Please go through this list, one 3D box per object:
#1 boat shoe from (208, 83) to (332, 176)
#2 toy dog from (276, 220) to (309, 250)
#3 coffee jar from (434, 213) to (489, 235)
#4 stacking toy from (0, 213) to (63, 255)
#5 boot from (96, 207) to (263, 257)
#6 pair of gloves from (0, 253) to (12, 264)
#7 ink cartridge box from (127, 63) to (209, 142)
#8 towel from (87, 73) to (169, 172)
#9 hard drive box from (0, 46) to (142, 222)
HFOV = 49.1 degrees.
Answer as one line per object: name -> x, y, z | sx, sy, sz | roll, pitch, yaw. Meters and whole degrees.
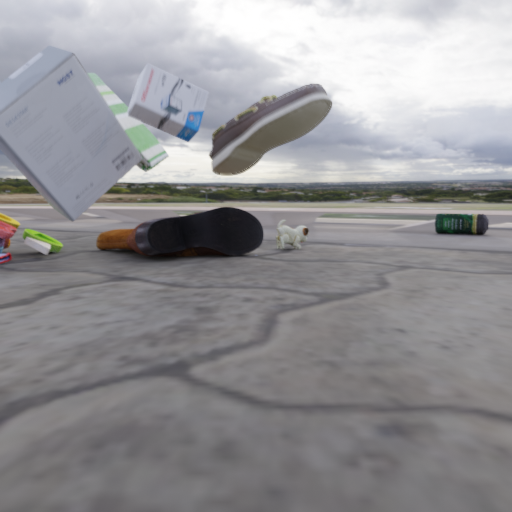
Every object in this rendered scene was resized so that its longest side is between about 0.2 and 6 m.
boat shoe -> 0.119, -1.918, 8.136 | 0.816, 0.676, 2.272 | 6, -23, -41
toy dog -> 0.632, -0.357, 9.593 | 0.551, 0.534, 0.385 | -7, -5, -12
coffee jar -> 4.734, -0.734, 12.887 | 1.131, 0.483, 0.590 | 3, 3, 30
stacking toy -> -3.792, -0.147, 8.621 | 1.339, 0.625, 1.479 | 26, 1, -11
boot -> -1.250, -0.261, 9.082 | 2.096, 0.762, 2.226 | -13, 5, -32
pair of gloves -> -4.223, 0.044, 7.330 | 1.577, 0.223, 1.961 | 0, 7, 2
ink cartridge box -> -1.325, -2.300, 8.468 | 1.025, 0.751, 0.440 | 20, -22, -24
towel -> -2.459, -2.415, 10.024 | 0.241, 2.062, 1.573 | -41, 10, 16
hard drive box -> -2.872, -1.764, 8.284 | 0.762, 1.985, 1.547 | 29, 68, 39
